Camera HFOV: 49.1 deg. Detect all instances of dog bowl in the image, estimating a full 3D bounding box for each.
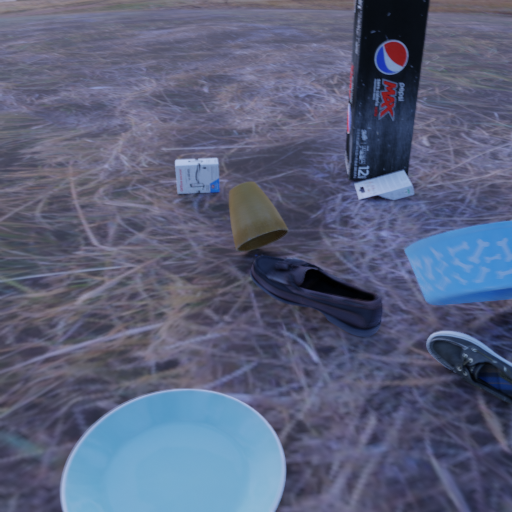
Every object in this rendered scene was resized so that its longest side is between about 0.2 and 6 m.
[{"bbox_3d":[4.240,0.140,8.902,3.782,0.937,2.108,-2,-12,-18],"label":"dog bowl"}]

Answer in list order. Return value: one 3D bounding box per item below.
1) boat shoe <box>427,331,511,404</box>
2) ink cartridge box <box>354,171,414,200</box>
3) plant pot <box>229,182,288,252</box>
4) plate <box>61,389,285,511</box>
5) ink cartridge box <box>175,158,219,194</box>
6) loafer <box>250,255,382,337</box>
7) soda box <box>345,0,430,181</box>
[{"bbox_3d":[3.120,1.550,7.836,1.642,0.564,0.465,27,20,34],"label":"boat shoe"},{"bbox_3d":[3.126,-1.642,13.767,1.281,0.321,1.030,-16,27,11],"label":"ink cartridge box"},{"bbox_3d":[-0.065,-0.820,10.962,1.087,1.167,1.087,-19,-11,-4],"label":"plant pot"},{"bbox_3d":[-0.925,2.529,6.487,2.525,0.323,2.525,0,29,0],"label":"plate"},{"bbox_3d":[-1.439,-1.949,13.713,1.045,0.763,0.440,-4,31,-5],"label":"ink cartridge box"},{"bbox_3d":[0.993,0.461,9.225,2.392,0.753,0.860,26,49,21],"label":"loafer"},{"bbox_3d":[3.116,-4.177,13.789,1.594,4.504,1.426,0,31,2],"label":"soda box"}]
